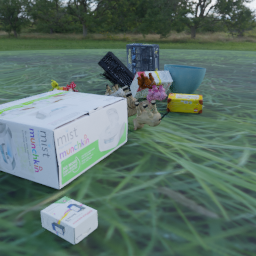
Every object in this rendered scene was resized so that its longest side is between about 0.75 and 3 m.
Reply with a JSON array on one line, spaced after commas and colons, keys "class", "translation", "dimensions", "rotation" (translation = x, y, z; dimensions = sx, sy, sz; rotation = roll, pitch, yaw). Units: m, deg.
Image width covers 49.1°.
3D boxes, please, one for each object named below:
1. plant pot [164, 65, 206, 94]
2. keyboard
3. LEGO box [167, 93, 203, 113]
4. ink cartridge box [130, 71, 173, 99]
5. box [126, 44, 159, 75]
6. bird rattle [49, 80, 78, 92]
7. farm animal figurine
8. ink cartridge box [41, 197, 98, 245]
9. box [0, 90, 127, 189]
[{"class": "plant pot", "translation": [2.735, -2.351, 13.881], "dimensions": [2.021, 1.361, 2.021], "rotation": [4, 17, -1]}, {"class": "keyboard", "translation": [-0.393, -2.491, 13.447], "dimensions": [1.217, 2.338, 0.463], "rotation": [-49, 15, -8]}, {"class": "LEGO box", "translation": [2.325, -1.023, 11.456], "dimensions": [1.400, 0.540, 1.043], "rotation": [4, 20, 12]}, {"class": "ink cartridge box", "translation": [1.095, -2.039, 13.188], "dimensions": [1.677, 1.217, 0.700], "rotation": [-7, 63, -20]}, {"class": "box", "translation": [0.808, -3.314, 15.193], "dimensions": [1.875, 2.378, 0.607], "rotation": [15, 28, 39]}, {"class": "bird rattle", "translation": [-3.192, -1.835, 13.959], "dimensions": [1.438, 0.810, 1.173], "rotation": [8, 28, -17]}, {"class": "farm animal figurine", "translation": [0.238, -0.694, 9.509], "dimensions": [2.424, 1.278, 2.451], "rotation": [-13, 34, 15]}, {"class": "ink cartridge box", "translation": [-0.961, 1.499, 4.623], "dimensions": [0.774, 0.339, 0.562], "rotation": [15, 23, 32]}, {"class": "box", "translation": [-1.803, 0.001, 7.212], "dimensions": [2.590, 1.419, 2.935], "rotation": [10, 22, 26]}]
